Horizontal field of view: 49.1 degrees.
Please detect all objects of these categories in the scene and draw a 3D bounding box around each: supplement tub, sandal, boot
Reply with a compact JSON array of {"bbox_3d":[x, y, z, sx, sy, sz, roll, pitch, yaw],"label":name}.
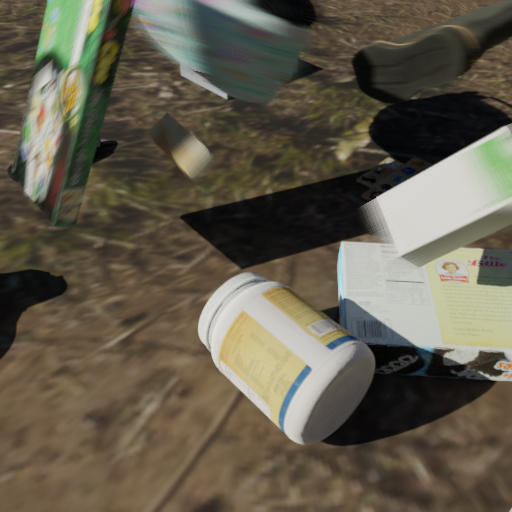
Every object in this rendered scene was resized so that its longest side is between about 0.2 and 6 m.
[{"bbox_3d":[0.305,1.104,6.423,1.296,1.296,1.792,-30,49,-30],"label":"supplement tub"},{"bbox_3d":[-3.779,-1.948,10.610,1.898,0.428,0.713,-30,49,-30],"label":"sandal"},{"bbox_3d":[2.722,-3.066,8.318,1.684,0.943,2.435,-33,25,-17],"label":"boot"}]

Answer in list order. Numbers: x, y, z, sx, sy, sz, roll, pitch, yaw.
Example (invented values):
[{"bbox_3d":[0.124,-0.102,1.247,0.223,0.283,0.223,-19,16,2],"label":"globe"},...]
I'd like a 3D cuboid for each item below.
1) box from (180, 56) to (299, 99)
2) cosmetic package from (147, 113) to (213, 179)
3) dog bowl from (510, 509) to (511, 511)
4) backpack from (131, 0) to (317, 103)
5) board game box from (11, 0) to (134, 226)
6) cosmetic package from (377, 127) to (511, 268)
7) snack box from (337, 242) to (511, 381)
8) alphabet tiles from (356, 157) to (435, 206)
[{"bbox_3d":[-0.407,-4.661,13.713,2.324,0.478,1.812,-32,51,-30],"label":"box"},{"bbox_3d":[-0.997,-1.443,7.336,0.803,0.285,0.422,42,90,15],"label":"cosmetic package"},{"bbox_3d":[3.037,2.723,5.125,1.375,0.542,1.375,0,41,0],"label":"dog bowl"},{"bbox_3d":[-0.500,-3.732,8.705,2.841,1.798,2.371,39,40,15],"label":"backpack"},{"bbox_3d":[-2.343,-2.170,7.009,0.378,3.220,1.687,3,29,-41],"label":"board game box"},{"bbox_3d":[2.285,-0.606,6.299,1.578,0.669,0.849,-30,62,26],"label":"cosmetic package"},{"bbox_3d":[2.779,0.699,7.397,3.317,0.615,1.927,3,41,4],"label":"snack box"},{"bbox_3d":[2.970,-1.158,9.978,2.136,0.068,1.777,31,50,31],"label":"alphabet tiles"}]
